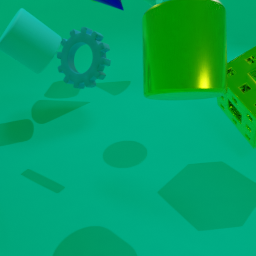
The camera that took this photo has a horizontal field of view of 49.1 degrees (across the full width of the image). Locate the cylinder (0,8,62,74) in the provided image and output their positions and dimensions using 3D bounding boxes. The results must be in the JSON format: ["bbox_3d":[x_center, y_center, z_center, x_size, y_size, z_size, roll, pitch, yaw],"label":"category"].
[{"bbox_3d":[-2.680,-2.338,7.639,1.249,1.249,1.249,33,18,-32],"label":"cylinder"}]

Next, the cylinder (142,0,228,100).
[{"bbox_3d":[0.797,-1.034,4.013,1.174,1.174,1.174,-1,0,0],"label":"cylinder"}]

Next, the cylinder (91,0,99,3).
[{"bbox_3d":[-0.966,-5.242,9.845,1.194,1.194,1.194,5,47,8],"label":"cylinder"}]

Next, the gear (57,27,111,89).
[{"bbox_3d":[-0.953,-1.461,5.922,1.239,1.239,0.229,18,12,25],"label":"gear"}]

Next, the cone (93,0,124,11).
[{"bbox_3d":[-0.704,-4.274,8.709,1.671,1.677,1.671,-32,38,29],"label":"cone"}]

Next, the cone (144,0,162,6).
[{"bbox_3d":[0.521,-5.084,10.171,1.358,1.353,1.353,12,35,14],"label":"cone"}]

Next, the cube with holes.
[{"bbox_3d":[2.812,-0.699,5.802,1.381,1.381,1.381,-31,58,4],"label":"cube with holes"}]
